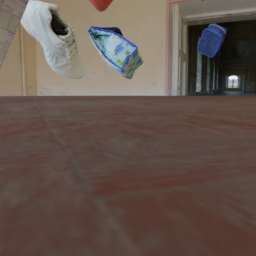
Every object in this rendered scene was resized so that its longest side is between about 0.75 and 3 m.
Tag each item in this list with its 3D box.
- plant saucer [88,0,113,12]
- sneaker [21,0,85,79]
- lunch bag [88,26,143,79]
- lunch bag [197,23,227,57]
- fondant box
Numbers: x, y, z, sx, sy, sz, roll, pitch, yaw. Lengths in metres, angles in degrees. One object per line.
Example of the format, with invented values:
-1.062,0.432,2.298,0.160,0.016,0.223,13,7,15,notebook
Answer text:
-0.351,-2.712,2.840,2.063,2.059,0.379,-43,-9,27,plant saucer
-1.721,-2.130,7.256,0.998,0.876,2.491,14,-25,32,sneaker
-0.502,-2.945,10.605,1.954,1.245,1.662,36,2,13,lunch bag
2.425,-2.510,8.077,0.591,0.870,0.576,32,51,15,lunch bag
-2.497,-1.733,4.686,0.572,1.964,1.417,27,9,3,fondant box
